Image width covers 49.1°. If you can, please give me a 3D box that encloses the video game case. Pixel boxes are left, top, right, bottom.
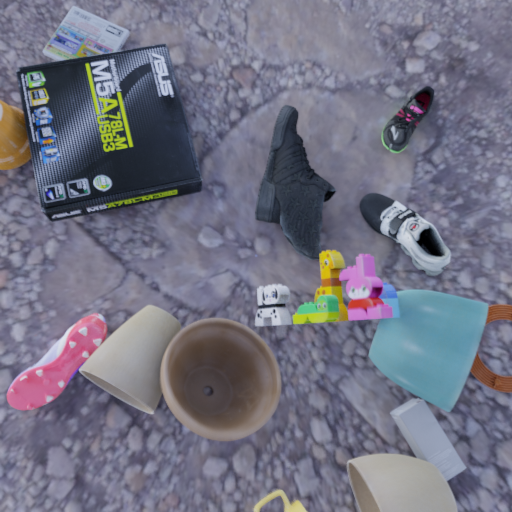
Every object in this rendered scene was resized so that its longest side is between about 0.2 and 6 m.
[{"bbox_3d":[-3.735,-4.690,12.340,1.447,0.160,1.317,26,78,5],"label":"video game case"}]

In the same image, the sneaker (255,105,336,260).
[{"bbox_3d":[0.908,-1.482,11.210,1.530,0.881,2.934,13,82,6],"label":"sneaker"}]

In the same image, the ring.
[{"bbox_3d":[4.807,1.758,10.766,1.687,0.162,1.687,0,77,0],"label":"ring"}]

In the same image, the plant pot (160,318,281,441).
[{"bbox_3d":[-0.717,2.285,9.995,2.155,0.995,2.155,13,53,-18],"label":"plant pot"}]

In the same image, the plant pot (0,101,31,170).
[{"bbox_3d":[-5.247,-2.581,11.269,1.332,1.219,1.332,0,76,0],"label":"plant pot"}]

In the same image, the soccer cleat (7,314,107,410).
[{"bbox_3d":[-3.675,1.987,10.492,2.306,0.882,0.769,-44,105,6],"label":"soccer cleat"}]

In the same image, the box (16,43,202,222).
[{"bbox_3d":[-2.957,-2.544,11.372,3.124,0.769,3.235,-13,76,-8],"label":"box"}]

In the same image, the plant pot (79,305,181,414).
[{"bbox_3d":[-2.093,1.779,10.211,1.520,1.520,1.623,28,65,6],"label":"plant pot"}]

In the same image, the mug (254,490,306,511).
[{"bbox_3d":[0.480,4.602,9.182,0.952,0.929,1.160,-28,48,-12],"label":"mug"}]

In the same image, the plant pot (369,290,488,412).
[{"bbox_3d":[2.968,1.501,9.975,1.606,2.001,2.001,21,77,17],"label":"plant pot"}]

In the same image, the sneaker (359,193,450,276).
[{"bbox_3d":[2.964,-0.583,10.931,2.142,0.948,0.794,42,79,12],"label":"sneaker"}]

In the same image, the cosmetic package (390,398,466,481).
[{"bbox_3d":[3.068,3.304,10.094,0.619,0.733,1.373,-32,77,-7],"label":"cosmetic package"}]

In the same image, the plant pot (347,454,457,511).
[{"bbox_3d":[2.513,4.111,9.285,1.302,1.939,1.939,-20,77,-8],"label":"plant pot"}]

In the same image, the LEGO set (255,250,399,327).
[{"bbox_3d":[1.336,0.506,9.911,1.227,3.218,1.320,2,81,-36],"label":"LEGO set"}]

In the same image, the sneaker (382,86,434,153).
[{"bbox_3d":[3.147,-2.874,11.615,0.637,0.695,1.659,31,78,7],"label":"sneaker"}]
